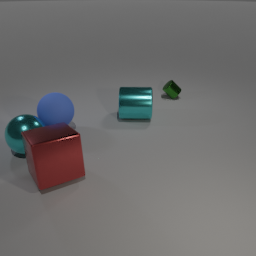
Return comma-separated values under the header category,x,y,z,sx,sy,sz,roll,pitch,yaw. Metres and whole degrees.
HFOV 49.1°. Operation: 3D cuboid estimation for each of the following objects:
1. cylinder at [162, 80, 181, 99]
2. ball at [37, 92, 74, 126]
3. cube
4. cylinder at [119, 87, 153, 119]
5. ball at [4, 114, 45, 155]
category,x,y,z,sx,sy,sz,roll,pitch,yaw
cylinder,2.245,-1.971,14.309,0.700,0.700,0.700,41,23,-17
ball,-2.776,-0.664,10.780,1.400,1.400,1.400,0,28,0
cube,-2.254,0.778,8.442,1.400,1.400,1.400,-15,22,-28
cylinder,0.331,-1.079,12.142,1.400,1.400,1.400,1,28,2
ball,-3.516,0.219,9.702,1.400,1.400,1.400,0,28,0
